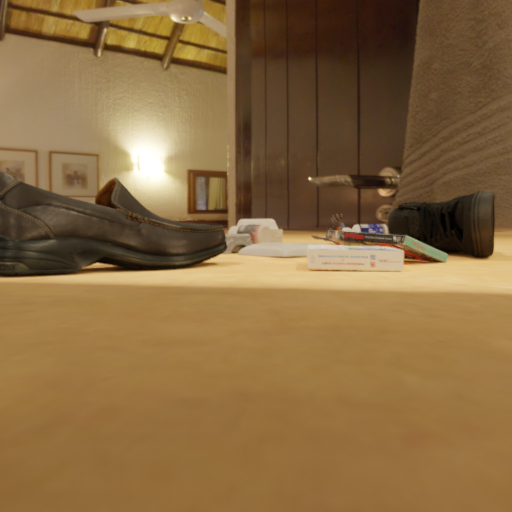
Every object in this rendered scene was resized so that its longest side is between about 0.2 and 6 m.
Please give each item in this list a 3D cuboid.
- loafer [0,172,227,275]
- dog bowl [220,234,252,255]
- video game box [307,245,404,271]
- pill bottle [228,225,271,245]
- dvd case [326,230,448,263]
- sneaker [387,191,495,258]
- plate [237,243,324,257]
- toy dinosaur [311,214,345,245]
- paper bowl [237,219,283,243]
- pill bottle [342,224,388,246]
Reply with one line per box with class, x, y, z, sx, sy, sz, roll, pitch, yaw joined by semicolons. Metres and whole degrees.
loafer;-1.803;-0.425;7.364;3.365;1.216;1.225;-2;3;-41
dog bowl;-0.694;-0.246;11.313;1.314;0.385;1.314;-1;3;0
video game box;1.300;0.016;7.667;1.203;0.309;1.320;-1;3;5
pill bottle;-0.165;-0.475;13.453;0.974;0.564;0.564;2;4;38
dvd case;2.030;-0.152;8.819;1.137;0.171;1.558;18;-7;-38
sneaker;3.408;-0.520;10.696;1.929;1.111;3.698;1;-1;19
plate;0.602;-0.122;10.493;1.420;0.230;1.423;-3;4;-38
toy dinosaur;2.336;-0.617;15.223;1.542;0.810;1.400;20;25;-15
paper bowl;0.013;-0.608;14.554;1.349;0.701;1.349;-1;4;0
pill bottle;2.407;-0.412;12.475;0.957;0.573;0.573;-2;4;-1
